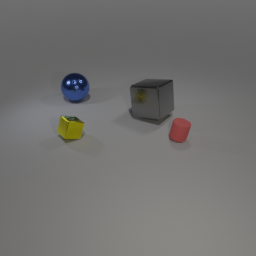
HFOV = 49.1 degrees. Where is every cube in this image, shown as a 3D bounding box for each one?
[{"bbox_3d":[1.069,-1.288,12.175,1.400,1.400,1.400,8,25,34],"label":"cube"},{"bbox_3d":[-2.224,-0.025,10.838,0.700,0.700,0.700,3,21,-42],"label":"cube"}]

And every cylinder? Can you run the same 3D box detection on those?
[{"bbox_3d":[1.998,0.073,10.775,0.700,0.700,0.700,9,30,-5],"label":"cylinder"}]

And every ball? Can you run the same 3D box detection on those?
[{"bbox_3d":[-2.593,-2.007,13.777,1.400,1.400,1.400,0,30,0],"label":"ball"}]
